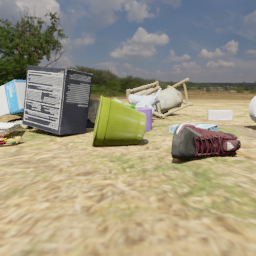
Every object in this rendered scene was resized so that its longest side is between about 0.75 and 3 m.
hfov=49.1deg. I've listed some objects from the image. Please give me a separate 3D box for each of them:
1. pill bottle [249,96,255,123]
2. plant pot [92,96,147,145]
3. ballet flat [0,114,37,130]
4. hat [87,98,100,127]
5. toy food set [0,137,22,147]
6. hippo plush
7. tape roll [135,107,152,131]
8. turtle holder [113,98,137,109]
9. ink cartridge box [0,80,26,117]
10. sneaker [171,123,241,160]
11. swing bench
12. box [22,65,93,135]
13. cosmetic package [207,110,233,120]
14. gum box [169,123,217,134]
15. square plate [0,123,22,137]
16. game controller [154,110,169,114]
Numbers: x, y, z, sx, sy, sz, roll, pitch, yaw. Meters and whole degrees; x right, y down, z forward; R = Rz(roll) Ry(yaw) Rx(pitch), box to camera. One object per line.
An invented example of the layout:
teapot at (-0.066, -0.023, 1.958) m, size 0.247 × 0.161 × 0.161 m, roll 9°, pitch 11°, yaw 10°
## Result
pill bottle at (5.495, -0.568, 9.429) m, size 1.559 × 1.559 × 2.784 m, roll -2°, pitch 8°, yaw -18°
plant pot at (-0.218, -0.084, 7.530) m, size 1.292 × 1.342 × 1.342 m, roll 11°, pitch 6°, yaw -8°
ballet flat at (-3.801, -0.217, 10.617) m, size 2.052 × 0.696 × 0.742 m, roll -5°, pitch 29°, yaw -30°
hat at (-1.899, -0.744, 12.313) m, size 2.926 × 1.180 × 2.926 m, roll 0°, pitch 6°, yaw 0°
toy food set at (-3.348, 0.363, 7.589) m, size 0.780 × 0.190 × 0.772 m, roll 2°, pitch 8°, yaw 11°
hippo plush at (0.811, -0.755, 13.252) m, size 1.874 × 1.492 × 1.507 m, roll -9°, pitch 35°, yaw 8°
tape roll at (-0.044, -0.362, 10.693) m, size 1.939 × 0.824 × 1.939 m, roll 0°, pitch 8°, yaw 0°
turtle holder at (-0.174, -0.499, 10.712) m, size 1.226 × 0.931 × 0.870 m, roll 26°, pitch -8°, yaw -28°
ink cartridge box at (-4.590, -1.023, 11.662) m, size 2.832 × 1.185 × 2.054 m, roll -13°, pitch -1°, yaw 33°
sneaker at (1.763, 0.300, 6.016) m, size 1.173 × 0.768 × 2.030 m, roll 8°, pitch 9°, yaw 30°
swing bench at (1.816, -1.738, 16.248) m, size 2.676 × 1.745 × 2.690 m, roll -22°, pitch 16°, yaw -37°
box at (-2.445, -0.969, 9.597) m, size 2.089 × 2.072 × 1.287 m, roll 13°, pitch 8°, yaw 36°
cosmetic package at (4.637, -0.663, 14.183) m, size 1.228 × 0.507 × 0.311 m, roll 0°, pitch 8°, yaw -3°
gum box at (2.237, 0.046, 9.604) m, size 1.324 × 0.295 × 1.125 m, roll 5°, pitch 9°, yaw 32°
square plate at (-4.836, 0.055, 8.475) m, size 2.764 × 0.397 × 2.791 m, roll -1°, pitch 3°, yaw -14°
game controller at (1.311, -1.104, 17.534) m, size 2.425 × 0.511 × 1.265 m, roll 3°, pitch 8°, yaw 26°
